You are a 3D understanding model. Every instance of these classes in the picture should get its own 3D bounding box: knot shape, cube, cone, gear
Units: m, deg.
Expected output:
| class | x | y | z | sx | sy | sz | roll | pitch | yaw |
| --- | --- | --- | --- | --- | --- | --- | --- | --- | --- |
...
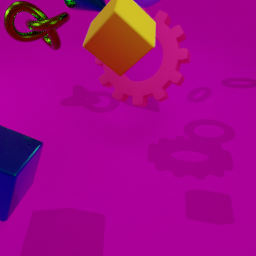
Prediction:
| class | x | y | z | sx | sy | sz | roll | pitch | yaw |
| --- | --- | --- | --- | --- | --- | --- | --- | --- | --- |
| knot shape | -2.550 | -3.096 | 8.473 | 1.785 | 1.908 | 0.882 | -5 | 78 | 31 |
| cube | -0.113 | -1.481 | 4.419 | 0.788 | 0.788 | 0.788 | 35 | 40 | -26 |
| cube | -2.376 | 0.753 | 5.074 | 1.126 | 1.126 | 1.126 | 22 | 27 | -3 |
| cone | -0.938 | -3.545 | 7.792 | 1.241 | 1.241 | 1.245 | -32 | 67 | -30 |
| gear | 0.300 | -1.560 | 6.297 | 2.095 | 2.095 | 0.387 | 19 | 7 | 19 |

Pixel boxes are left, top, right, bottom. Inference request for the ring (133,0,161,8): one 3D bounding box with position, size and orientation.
| class | x | y | z | sx | sy | sz | roll | pitch | yaw |
| --- | --- | --- | --- | --- | --- | --- | --- | --- | --- |
| ring | 0.468 | -3.264 | 6.391 | 1.429 | 1.429 | 0.286 | -18 | 79 | -19 |
